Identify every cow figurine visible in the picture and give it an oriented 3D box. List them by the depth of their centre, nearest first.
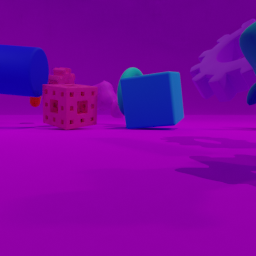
[{"bbox_3d":[1.019,-0.315,1.671,0.537,0.979,0.963,-27,31,31],"label":"cow figurine"},{"bbox_3d":[-0.585,-1.008,9.687,1.438,1.462,0.802,-17,-11,34],"label":"cow figurine"}]

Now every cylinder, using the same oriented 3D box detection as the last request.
[{"bbox_3d":[-2.691,-1.381,6.779,1.181,1.181,1.181,5,3,4],"label":"cylinder"}]

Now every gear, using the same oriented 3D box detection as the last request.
[{"bbox_3d":[1.465,-0.896,3.277,1.495,0.277,1.495,-32,21,14],"label":"gear"},{"bbox_3d":[-1.958,-0.946,8.281,0.302,1.634,1.634,8,4,10],"label":"gear"}]

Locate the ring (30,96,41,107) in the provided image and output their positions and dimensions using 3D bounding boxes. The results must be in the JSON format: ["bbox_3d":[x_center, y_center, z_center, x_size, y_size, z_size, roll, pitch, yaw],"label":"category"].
[{"bbox_3d":[-3.347,-1.688,10.363,0.370,1.849,1.849,7,1,-17],"label":"ring"}]

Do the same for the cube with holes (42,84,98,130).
[{"bbox_3d":[-1.356,-0.539,6.573,0.902,0.902,0.902,13,16,39],"label":"cube with holes"}]

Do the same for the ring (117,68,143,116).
[{"bbox_3d":[0.122,-1.015,8.139,0.291,1.454,1.454,8,6,27],"label":"ring"}]

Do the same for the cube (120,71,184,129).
[{"bbox_3d":[0.612,-0.672,6.646,1.161,1.161,1.161,-4,8,21],"label":"cube"}]
